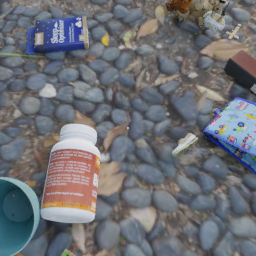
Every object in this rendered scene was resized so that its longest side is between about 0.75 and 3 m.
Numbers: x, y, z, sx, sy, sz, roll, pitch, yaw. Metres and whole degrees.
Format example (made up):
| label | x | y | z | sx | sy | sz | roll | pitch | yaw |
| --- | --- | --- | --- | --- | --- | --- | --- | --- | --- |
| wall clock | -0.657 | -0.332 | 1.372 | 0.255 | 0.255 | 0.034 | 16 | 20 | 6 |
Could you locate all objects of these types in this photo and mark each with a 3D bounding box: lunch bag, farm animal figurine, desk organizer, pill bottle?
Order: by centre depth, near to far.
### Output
| label | x | y | z | sx | sy | sz | roll | pitch | yaw |
| --- | --- | --- | --- | --- | --- | --- | --- | --- | --- |
| pill bottle | -1.691 | 1.389 | 8.721 | 1.588 | 1.588 | 2.832 | 2 | 64 | 1 |
| lunch bag | 4.099 | 0.051 | 9.758 | 2.620 | 1.233 | 1.973 | 37 | 71 | 27 |
| desk organizer | 4.881 | -2.098 | 10.992 | 0.783 | 0.730 | 2.035 | -36 | 69 | -19 |
| farm animal figurine | 2.908 | -5.545 | 12.402 | 2.945 | 1.553 | 2.978 | 21 | 57 | -3 |

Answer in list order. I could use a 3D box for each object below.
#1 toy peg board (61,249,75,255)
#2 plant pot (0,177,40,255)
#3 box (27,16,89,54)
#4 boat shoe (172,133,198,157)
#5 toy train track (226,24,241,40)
| label | x | y | z | sx | sy | sz | roll | pitch | yaw |
| --- | --- | --- | --- | --- | --- | --- | --- | --- | --- |
| toy peg board | -1.749 | 4.060 | 8.040 | 0.815 | 0.400 | 0.819 | 30 | 67 | 14 |
| plant pot | -3.473 | 2.417 | 8.122 | 2.148 | 1.447 | 2.148 | 0 | 89 | 3 |
| box | -3.084 | -4.032 | 12.143 | 2.669 | 0.432 | 1.617 | -7 | 63 | -2 |
| boat shoe | 1.926 | 0.592 | 9.817 | 1.146 | 0.428 | 0.392 | -32 | 64 | -25 |
| toy train track | 4.748 | -4.301 | 12.414 | 0.595 | 0.169 | 1.038 | 33 | 67 | 15 |
